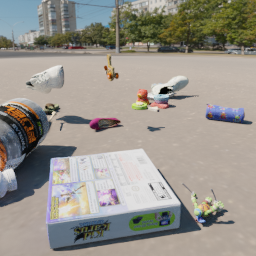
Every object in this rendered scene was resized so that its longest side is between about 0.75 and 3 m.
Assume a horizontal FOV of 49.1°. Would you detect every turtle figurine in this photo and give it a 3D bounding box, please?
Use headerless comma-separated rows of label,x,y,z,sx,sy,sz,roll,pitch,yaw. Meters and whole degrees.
turtle figurine,1.685,1.530,5.940,0.627,0.871,0.845,-24,-22,34

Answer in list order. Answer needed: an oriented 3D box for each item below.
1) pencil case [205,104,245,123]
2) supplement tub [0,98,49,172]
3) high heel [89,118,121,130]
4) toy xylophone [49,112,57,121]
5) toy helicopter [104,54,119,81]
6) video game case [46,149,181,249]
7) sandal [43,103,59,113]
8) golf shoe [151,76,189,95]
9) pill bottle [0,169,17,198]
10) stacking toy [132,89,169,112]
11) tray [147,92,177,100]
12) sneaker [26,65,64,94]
pencil case,4.334,-0.664,12.551,1.695,0.661,0.736,10,29,24
supplement tub,-3.597,0.255,8.141,1.757,1.757,2.867,2,20,5
high heel,-0.925,-0.215,11.463,0.680,0.477,1.414,0,12,35
toy xylophone,-3.809,-0.266,11.603,1.521,0.522,2.078,0,19,0
toy helicopter,-0.702,-2.306,10.762,0.400,1.014,0.670,-8,4,-27
video game case,-0.502,1.396,6.476,2.536,0.636,2.797,-4,19,-12
sandal,-3.940,-1.062,14.082,0.625,0.449,1.574,1,19,4
golf shoe,2.679,-2.419,16.949,2.496,0.977,1.213,-20,26,-8
pill bottle,-3.304,1.365,6.504,1.271,0.691,0.691,-13,22,-33
stacking toy,1.148,-1.520,14.867,1.941,0.820,1.757,8,20,24
tray,1.921,-2.001,17.215,2.089,0.232,1.122,-15,23,-37
sneaker,-3.476,-1.987,11.810,1.015,0.868,2.331,-2,-13,-45
